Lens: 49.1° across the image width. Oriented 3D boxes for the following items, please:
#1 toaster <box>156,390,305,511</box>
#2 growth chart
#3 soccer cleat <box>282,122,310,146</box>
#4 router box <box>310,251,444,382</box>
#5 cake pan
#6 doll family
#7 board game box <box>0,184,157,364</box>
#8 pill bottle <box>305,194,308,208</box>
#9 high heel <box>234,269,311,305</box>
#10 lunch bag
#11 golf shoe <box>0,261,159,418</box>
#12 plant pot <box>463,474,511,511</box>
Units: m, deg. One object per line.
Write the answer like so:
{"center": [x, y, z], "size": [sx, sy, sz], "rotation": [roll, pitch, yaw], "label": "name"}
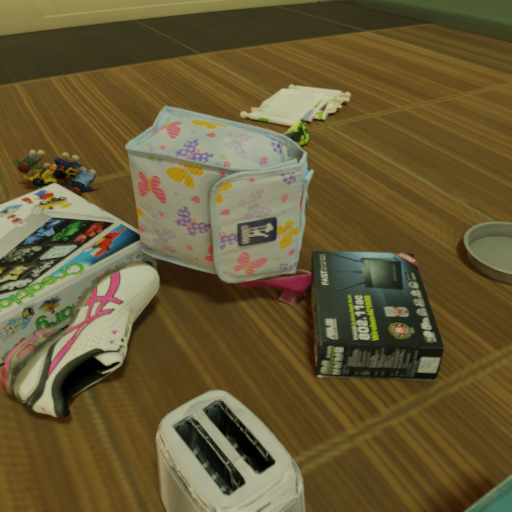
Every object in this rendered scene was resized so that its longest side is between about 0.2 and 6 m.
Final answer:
{"center": [-0.336, 2.431, 6.063], "size": [1.192, 1.355, 2.097], "rotation": [-22, 41, -29], "label": "toaster"}
{"center": [1.328, -4.503, 16.692], "size": [2.338, 0.287, 3.231], "rotation": [20, 40, 24], "label": "growth chart"}
{"center": [0.832, -2.959, 14.288], "size": [0.776, 0.600, 1.856], "rotation": [-15, 19, 30], "label": "soccer cleat"}
{"center": [1.766, 0.855, 8.805], "size": [1.751, 0.726, 2.336], "rotation": [1, 36, 1], "label": "router box"}
{"center": [4.747, -0.044, 10.410], "size": [1.763, 0.323, 1.763], "rotation": [0, 35, 0], "label": "cake pan"}
{"center": [-4.486, -1.822, 12.597], "size": [1.860, 0.730, 1.075], "rotation": [3, 31, -1], "label": "doll family"}
{"center": [-4.533, 0.459, 9.235], "size": [3.110, 0.853, 4.927], "rotation": [28, 44, 33], "label": "board game box"}
{"center": [0.500, -1.154, 11.753], "size": [1.072, 0.569, 0.569], "rotation": [-15, 38, -20], "label": "pill bottle"}
{"center": [0.134, 0.245, 9.279], "size": [1.558, 0.747, 0.525], "rotation": [28, 41, 5], "label": "high heel"}
{"center": [-0.516, -0.846, 8.712], "size": [2.609, 2.212, 1.659], "rotation": [15, 45, 12], "label": "lunch bag"}
{"center": [-2.247, 1.194, 8.180], "size": [1.288, 1.015, 2.797], "rotation": [24, 51, 24], "label": "golf shoe"}
{"center": [2.741, 2.948, 5.176], "size": [1.792, 1.792, 1.684], "rotation": [-21, 56, -27], "label": "plant pot"}
